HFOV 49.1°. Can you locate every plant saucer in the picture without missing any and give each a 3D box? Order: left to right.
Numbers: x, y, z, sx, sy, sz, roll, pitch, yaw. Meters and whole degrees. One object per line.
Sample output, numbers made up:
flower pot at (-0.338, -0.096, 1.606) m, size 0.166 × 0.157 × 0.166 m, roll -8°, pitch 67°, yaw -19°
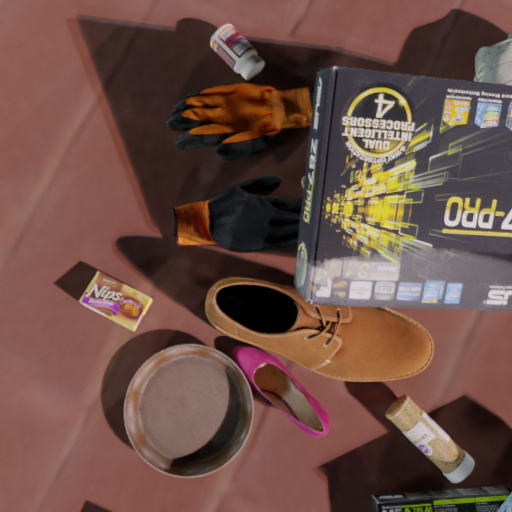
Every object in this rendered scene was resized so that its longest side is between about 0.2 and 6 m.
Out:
plant saucer at (-1.034, 2.373, 8.701) m, size 1.987 × 0.319 × 1.987 m, roll 0°, pitch 82°, yaw 0°

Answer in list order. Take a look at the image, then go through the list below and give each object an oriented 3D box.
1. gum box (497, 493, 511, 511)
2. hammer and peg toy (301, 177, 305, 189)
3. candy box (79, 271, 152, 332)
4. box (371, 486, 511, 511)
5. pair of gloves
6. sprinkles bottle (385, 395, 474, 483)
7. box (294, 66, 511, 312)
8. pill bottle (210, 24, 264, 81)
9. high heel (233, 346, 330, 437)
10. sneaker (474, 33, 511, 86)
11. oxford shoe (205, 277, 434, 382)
gum box at (4.281, 4.252, 7.921) m, size 2.336 × 0.520 × 1.985 m, roll -41°, pitch 93°, yaw -19°
hammer and peg toy at (1.895, -0.513, 8.864) m, size 1.726 × 0.827 × 2.346 m, roll -24°, pitch 82°, yaw -3°
candy box at (-2.224, 0.722, 8.918) m, size 0.982 × 0.277 × 0.573 m, roll 27°, pitch 71°, yaw 3°
box at (2.889, 4.593, 8.278) m, size 2.174 × 0.517 × 2.099 m, roll -5°, pitch 79°, yaw 0°
pair of gloves at (-0.167, -1.486, 9.258) m, size 2.585 × 0.359 × 2.902 m, roll -4°, pitch 82°, yaw -1°
sprinkles bottle at (2.642, 2.780, 8.552) m, size 1.413 × 0.482 × 0.482 m, roll 45°, pitch 84°, yaw 6°
box at (2.617, -0.851, 7.896) m, size 3.904 × 0.958 × 3.146 m, roll 4°, pitch 106°, yaw -10°
pill bottle at (-0.305, -3.426, 9.462) m, size 0.506 × 0.506 × 0.887 m, roll -42°, pitch 84°, yaw -6°
high heel at (0.353, 2.024, 8.464) m, size 0.614 × 0.874 × 1.823 m, roll -43°, pitch 84°, yaw -6°
sneaker at (3.926, -2.629, 9.150) m, size 1.400 × 1.153 × 3.044 m, roll 41°, pitch 77°, yaw 13°
oxford shoe at (0.970, 1.135, 8.414) m, size 3.641 × 1.298 × 1.299 m, roll 12°, pitch 80°, yaw 0°
